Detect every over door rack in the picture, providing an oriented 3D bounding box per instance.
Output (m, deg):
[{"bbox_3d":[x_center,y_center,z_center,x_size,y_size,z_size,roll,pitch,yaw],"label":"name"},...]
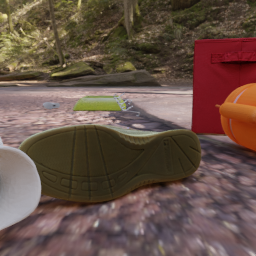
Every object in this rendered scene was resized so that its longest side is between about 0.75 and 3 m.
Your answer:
[{"bbox_3d":[-0.001,-0.809,9.374,0.928,0.309,0.686,15,36,-48],"label":"over door rack"}]

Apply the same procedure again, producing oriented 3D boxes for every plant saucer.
[{"bbox_3d":[-1.215,-1.166,12.719,2.247,0.539,2.250,0,10,0],"label":"plant saucer"}]

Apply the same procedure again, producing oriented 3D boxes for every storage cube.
[{"bbox_3d":[2.835,-1.068,7.319,2.130,2.240,2.492,3,10,17],"label":"storage cube"}]

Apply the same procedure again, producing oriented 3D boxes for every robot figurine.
[{"bbox_3d":[2.568,-0.142,4.945,1.570,1.273,2.183,-29,19,-13],"label":"robot figurine"}]

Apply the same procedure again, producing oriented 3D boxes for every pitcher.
[{"bbox_3d":[-1.854,0.467,2.506,1.575,1.113,1.836,-29,31,-30],"label":"pitcher"}]

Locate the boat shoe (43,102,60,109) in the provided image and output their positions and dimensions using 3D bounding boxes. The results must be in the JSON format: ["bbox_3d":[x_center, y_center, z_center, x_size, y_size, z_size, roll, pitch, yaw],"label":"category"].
[{"bbox_3d":[-3.485,-1.013,12.572,0.284,0.311,0.865,0,8,38],"label":"boat shoe"}]

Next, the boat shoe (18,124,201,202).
[{"bbox_3d":[-0.170,0.355,3.484,2.337,0.852,0.735,-5,1,-29],"label":"boat shoe"}]
